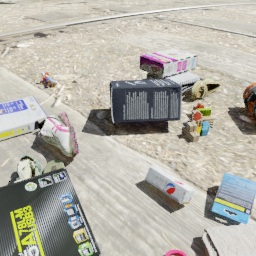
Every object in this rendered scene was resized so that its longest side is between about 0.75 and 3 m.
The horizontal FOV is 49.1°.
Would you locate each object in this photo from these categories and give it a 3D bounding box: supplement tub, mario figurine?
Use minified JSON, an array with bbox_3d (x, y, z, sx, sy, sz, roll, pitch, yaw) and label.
[{"bbox_3d":[5.908,-0.966,11.922,1.431,1.431,2.336,-2,32,-3],"label":"supplement tub"},{"bbox_3d":[-4.304,-2.739,15.332,0.638,0.743,1.203,-27,44,-16],"label":"mario figurine"}]

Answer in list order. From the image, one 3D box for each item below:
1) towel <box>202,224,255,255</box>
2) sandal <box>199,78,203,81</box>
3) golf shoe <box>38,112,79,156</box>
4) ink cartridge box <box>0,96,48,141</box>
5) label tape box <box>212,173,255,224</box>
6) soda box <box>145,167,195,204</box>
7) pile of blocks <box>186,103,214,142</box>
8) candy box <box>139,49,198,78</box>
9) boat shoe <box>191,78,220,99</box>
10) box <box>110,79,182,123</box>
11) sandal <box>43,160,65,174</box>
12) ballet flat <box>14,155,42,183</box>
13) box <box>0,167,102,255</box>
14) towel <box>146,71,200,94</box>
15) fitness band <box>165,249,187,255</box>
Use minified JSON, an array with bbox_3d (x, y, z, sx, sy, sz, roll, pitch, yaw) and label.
[{"bbox_3d":[3.375,3.081,6.514,2.984,0.514,1.978,-4,34,-6],"label":"towel"},{"bbox_3d":[3.860,-2.721,15.823,0.774,0.166,0.294,10,40,-2],"label":"sandal"},{"bbox_3d":[-2.590,0.341,10.367,1.304,1.028,2.833,-17,27,-17],"label":"golf shoe"},{"bbox_3d":[-4.920,-0.445,11.951,2.469,0.580,2.440,-16,35,-26],"label":"ink cartridge box"},{"bbox_3d":[3.071,2.074,8.065,0.992,0.458,1.384,17,54,24],"label":"label tape box"},{"bbox_3d":[1.225,1.699,8.369,1.461,0.465,0.498,28,8,40],"label":"soda box"},{"bbox_3d":[3.062,-0.382,11.602,1.039,0.787,2.532,10,35,15],"label":"pile of blocks"},{"bbox_3d":[2.114,-3.416,14.562,2.572,0.784,1.754,-21,37,-32],"label":"candy box"},{"bbox_3d":[3.889,-1.999,14.086,0.683,0.799,2.180,22,38,35],"label":"boat shoe"},{"bbox_3d":[0.641,-1.194,11.732,2.792,1.456,2.066,-3,17,-3],"label":"box"},{"bbox_3d":[-2.320,1.639,8.622,0.874,0.628,2.202,-9,34,-14],"label":"sandal"},{"bbox_3d":[-3.119,1.673,8.382,0.887,0.887,2.390,-7,32,-11],"label":"ballet flat"},{"bbox_3d":[-2.368,2.509,6.773,2.671,0.657,2.766,-14,49,-24],"label":"box"},{"bbox_3d":[2.327,-2.429,14.642,1.892,0.978,2.285,-21,37,-31],"label":"towel"},{"bbox_3d":[1.167,3.276,6.557,0.629,0.164,0.876,1,34,-3],"label":"fitness band"}]
